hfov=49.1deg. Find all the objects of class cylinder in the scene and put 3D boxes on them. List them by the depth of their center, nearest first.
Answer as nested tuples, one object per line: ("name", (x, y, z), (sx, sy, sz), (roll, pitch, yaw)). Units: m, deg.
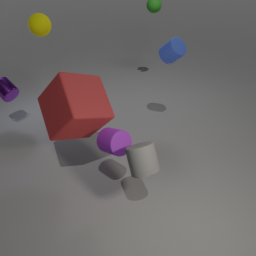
("cylinder", (0.344, 0.749, 6.693), (0.700, 0.700, 0.700), (-14, 6, 1))
("cylinder", (-0.375, 0.365, 7.557), (0.700, 0.700, 0.700), (-26, 22, -33))
("cylinder", (1.557, -2.699, 9.811), (0.700, 0.700, 0.700), (-29, 2, -37))
("cylinder", (-4.634, -1.457, 10.628), (0.700, 0.700, 0.700), (43, 45, 7))

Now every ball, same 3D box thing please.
("ball", (-2.769, -3.233, 8.785), (0.700, 0.700, 0.700), (0, 33, 0))
("ball", (1.211, -5.695, 12.966), (0.700, 0.700, 0.700), (0, 33, 0))

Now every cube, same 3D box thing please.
("cube", (-1.492, -0.585, 7.974), (1.400, 1.400, 1.400), (-4, 67, -45))
